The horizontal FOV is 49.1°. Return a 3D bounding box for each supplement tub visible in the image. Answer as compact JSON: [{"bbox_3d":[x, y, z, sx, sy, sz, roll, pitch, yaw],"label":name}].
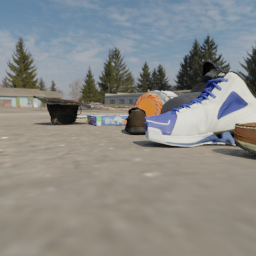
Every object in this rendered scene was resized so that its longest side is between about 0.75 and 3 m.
[{"bbox_3d":[1.342,-0.689,10.265,1.333,1.333,2.175,3,5,42],"label":"supplement tub"}]

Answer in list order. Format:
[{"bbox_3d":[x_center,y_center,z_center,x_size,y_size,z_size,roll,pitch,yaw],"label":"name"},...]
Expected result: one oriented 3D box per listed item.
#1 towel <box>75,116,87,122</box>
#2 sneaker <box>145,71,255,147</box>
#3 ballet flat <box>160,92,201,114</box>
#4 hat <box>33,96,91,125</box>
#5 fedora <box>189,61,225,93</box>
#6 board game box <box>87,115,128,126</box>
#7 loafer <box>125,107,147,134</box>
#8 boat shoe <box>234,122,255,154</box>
[{"bbox_3d":[-2.738,-0.496,14.784,1.966,0.339,1.303,-2,5,-32],"label":"towel"},{"bbox_3d":[1.468,-0.373,5.243,2.376,1.372,0.960,0,3,-5],"label":"sneaker"},{"bbox_3d":[2.187,-0.224,6.128,2.947,1.076,1.076,5,4,6],"label":"ballet flat"},{"bbox_3d":[-2.850,-0.692,11.949,2.589,1.044,2.589,11,7,-1],"label":"hat"},{"bbox_3d":[2.785,-0.841,9.412,1.312,2.874,2.874,-30,2,5],"label":"fedora"},{"bbox_3d":[-0.436,-0.356,12.111,2.361,0.407,1.598,-1,4,-20],"label":"board game box"},{"bbox_3d":[0.309,-0.244,8.061,0.745,0.728,2.040,0,4,-5],"label":"loafer"},{"bbox_3d":[2.611,-0.024,3.386,2.478,0.915,0.937,3,5,37],"label":"boat shoe"}]
